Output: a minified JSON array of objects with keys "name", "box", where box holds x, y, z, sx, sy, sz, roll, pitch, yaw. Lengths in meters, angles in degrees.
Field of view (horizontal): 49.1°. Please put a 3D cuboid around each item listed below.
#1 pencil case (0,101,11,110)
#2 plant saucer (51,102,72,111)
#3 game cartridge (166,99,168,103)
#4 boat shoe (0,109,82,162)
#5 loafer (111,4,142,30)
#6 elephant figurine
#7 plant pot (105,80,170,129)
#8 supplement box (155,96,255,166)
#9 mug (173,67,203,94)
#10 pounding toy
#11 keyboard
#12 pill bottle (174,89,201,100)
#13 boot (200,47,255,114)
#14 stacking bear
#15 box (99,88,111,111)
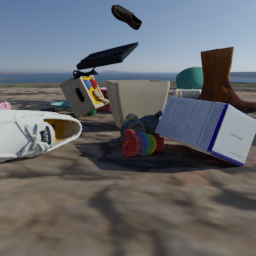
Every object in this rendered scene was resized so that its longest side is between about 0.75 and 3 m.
[{"name":"pencil case","box":[-5.428,-0.750,11.376,0.595,0.622,1.438,-44,-3,19]},{"name":"plant saucer","box":[-2.850,-1.043,13.527,1.693,0.304,1.693,0,11,0]},{"name":"game cartridge","box":[1.993,-1.493,15.918,1.023,0.303,1.579,12,16,32]},{"name":"boat shoe","box":[-2.065,0.137,5.948,1.047,1.063,2.999,2,5,25]},{"name":"loafer","box":[0.003,-4.794,11.919,1.546,0.564,0.551,22,-16,-29]},{"name":"elephant figurine","box":[0.178,0.018,6.756,1.110,0.861,0.785,7,-18,-20]},{"name":"plant pot","box":[0.262,-0.771,9.078,1.710,1.514,1.708,-4,12,-14]},{"name":"supplement box","box":[1.574,-0.004,5.971,0.964,0.984,1.904,22,-1,-29]},{"name":"mug","box":[3.915,-2.394,16.890,1.973,1.484,2.401,-5,-24,-2]},{"name":"pounding toy","box":[-1.492,-1.276,11.507,1.328,1.868,1.720,-26,4,17]},{"name":"keyboard","box":[-0.916,-2.107,8.811,2.543,0.262,1.616,5,48,50]},{"name":"pill bottle","box":[3.080,-1.385,13.522,1.699,0.989,0.989,2,11,7]},{"name":"boot","box":[4.375,-2.021,11.999,2.640,2.804,0.960,10,15,40]},{"name":"stacking bear","box":[0.410,0.344,6.177,0.930,0.564,0.529,0,18,-38]},{"name":"box","box":[-1.016,-1.422,13.629,1.037,0.993,2.080,-8,14,-34]}]
